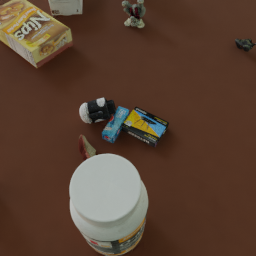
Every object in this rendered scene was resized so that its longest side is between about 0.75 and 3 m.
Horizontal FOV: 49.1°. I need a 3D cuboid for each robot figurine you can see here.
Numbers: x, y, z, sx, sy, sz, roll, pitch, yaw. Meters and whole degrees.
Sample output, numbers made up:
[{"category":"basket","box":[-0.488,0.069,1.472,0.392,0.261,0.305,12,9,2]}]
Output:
[{"category":"robot figurine","box":[-0.904,-0.510,8.360,1.069,0.804,0.667,-14,70,1]}]

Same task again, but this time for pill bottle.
[{"category":"pill bottle","box":[-0.362,1.675,5.827,1.523,2.618,1.523,0,58,1]}]

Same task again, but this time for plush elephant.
[{"category":"plush elephant","box":[0.248,-4.296,10.771,0.879,1.067,0.826,6,79,19]}]

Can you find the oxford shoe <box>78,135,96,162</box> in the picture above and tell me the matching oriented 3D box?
[{"category":"oxford shoe","box":[-1.129,0.629,7.915,0.390,0.367,1.043,0,51,-32]}]

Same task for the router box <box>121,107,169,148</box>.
[{"category":"router box","box":[0.509,-0.043,8.305,1.151,0.294,0.858,27,61,16]}]

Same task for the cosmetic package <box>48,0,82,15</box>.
[{"category":"cosmetic package","box":[-2.554,-5.841,11.656,1.274,0.928,2.506,-5,56,-3]}]

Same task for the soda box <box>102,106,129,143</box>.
[{"category":"soda box","box":[-0.355,-0.109,8.319,0.367,0.347,1.082,23,59,14]}]

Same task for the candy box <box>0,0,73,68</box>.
[{"category":"candy box","box":[-3.649,-3.572,10.246,2.934,0.811,1.694,37,63,22]}]

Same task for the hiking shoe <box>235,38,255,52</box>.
[{"category":"hiking shoe","box":[4.225,-3.049,10.104,0.427,0.322,0.849,-32,43,3]}]
